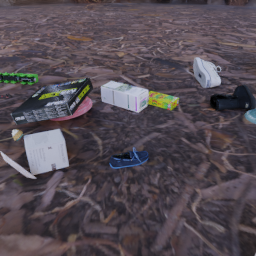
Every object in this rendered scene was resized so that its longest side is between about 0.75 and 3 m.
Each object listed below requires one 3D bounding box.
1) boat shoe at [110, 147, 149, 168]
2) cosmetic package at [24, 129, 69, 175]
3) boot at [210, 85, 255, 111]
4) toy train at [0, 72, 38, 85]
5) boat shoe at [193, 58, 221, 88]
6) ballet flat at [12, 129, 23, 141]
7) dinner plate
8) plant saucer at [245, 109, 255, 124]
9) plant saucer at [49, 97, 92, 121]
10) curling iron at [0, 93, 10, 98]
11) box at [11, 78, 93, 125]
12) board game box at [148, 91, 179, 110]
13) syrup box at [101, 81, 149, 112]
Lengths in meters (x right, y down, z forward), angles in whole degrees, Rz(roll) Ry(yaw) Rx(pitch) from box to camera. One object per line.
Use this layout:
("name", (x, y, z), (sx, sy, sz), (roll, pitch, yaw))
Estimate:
("boat shoe", (0.071, 0.931, 8.768), (1.296, 0.445, 0.545), (-15, 34, -24))
("cosmetic package", (-2.503, 0.710, 8.600), (1.131, 0.932, 0.933), (-12, 28, -18))
("boot", (4.454, -1.350, 12.310), (1.691, 0.769, 2.013), (0, 28, 4))
("toy train", (-6.069, -2.680, 14.845), (2.723, 0.568, 0.768), (6, 21, 10))
("boat shoe", (4.307, -2.992, 14.871), (1.184, 1.026, 2.776), (-2, 33, -3))
("ballet flat", (-3.485, 0.195, 8.732), (0.341, 0.313, 0.992), (-49, 17, -14))
("dinner plate", (-3.124, 1.089, 7.911), (1.251, 1.251, 0.152), (24, 66, 35))
("plant saucer", (5.499, -0.480, 11.434), (1.363, 0.187, 1.363), (0, 31, 0))
("plant saucer", (-2.479, -0.961, 11.587), (1.961, 0.497, 1.961), (-10, 28, 5))
("curling iron", (-5.956, -1.531, 13.260), (0.842, 0.108, 0.209), (0, 67, 7))
("box", (-2.822, -1.071, 10.748), (2.431, 0.578, 2.348), (-7, 28, 20))
("board game box", (1.464, -1.246, 12.563), (1.440, 0.343, 0.732), (19, 35, 28))
("syrup box", (-0.155, -1.412, 12.364), (2.031, 0.827, 0.800), (20, 38, 29))
